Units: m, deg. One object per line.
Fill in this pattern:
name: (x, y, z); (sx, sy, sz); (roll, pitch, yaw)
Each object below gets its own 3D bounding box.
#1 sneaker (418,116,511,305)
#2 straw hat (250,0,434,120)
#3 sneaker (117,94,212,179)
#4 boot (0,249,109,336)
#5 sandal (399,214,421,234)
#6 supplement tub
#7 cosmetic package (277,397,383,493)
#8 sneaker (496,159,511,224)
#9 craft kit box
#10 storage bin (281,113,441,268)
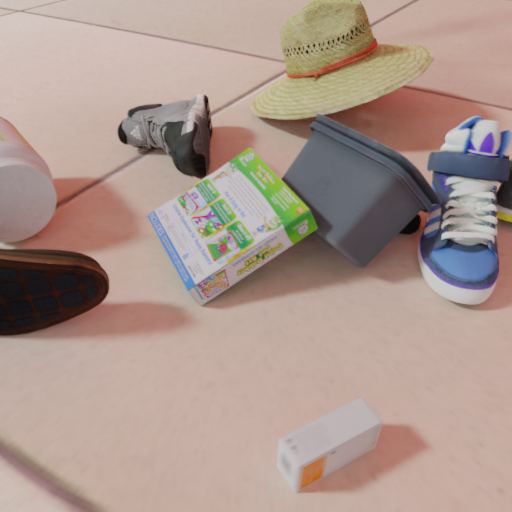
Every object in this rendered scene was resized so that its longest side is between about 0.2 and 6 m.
sneaker: (2.898, -0.835, 7.680); (1.053, 1.914, 2.614); (8, 38, 11)
straw hat: (1.416, -4.310, 11.373); (3.988, 1.688, 3.988); (-16, 29, 9)
sneaker: (-1.727, -2.109, 10.186); (1.715, 1.114, 2.969); (-5, 28, 2)
boot: (-3.629, -0.002, 7.089); (3.661, 1.368, 1.774); (-4, 40, -2)
sandal: (1.636, -0.855, 8.903); (1.990, 0.449, 0.747); (15, 44, 19)
supplement tub: (-4.019, -1.227, 8.567); (1.464, 1.464, 2.019); (-24, 44, -27)
cosmetic package: (0.707, 1.822, 5.424); (0.978, 0.496, 0.348); (-20, 45, -23)
sneaker: (4.540, -1.308, 9.091); (0.831, 0.944, 2.232); (24, 43, 27)
craft kit box: (-0.409, -0.493, 7.893); (1.899, 0.466, 1.922); (-35, 44, 0)
storage bin: (1.322, -0.844, 8.095); (1.422, 1.541, 2.117); (-50, 44, 5)
